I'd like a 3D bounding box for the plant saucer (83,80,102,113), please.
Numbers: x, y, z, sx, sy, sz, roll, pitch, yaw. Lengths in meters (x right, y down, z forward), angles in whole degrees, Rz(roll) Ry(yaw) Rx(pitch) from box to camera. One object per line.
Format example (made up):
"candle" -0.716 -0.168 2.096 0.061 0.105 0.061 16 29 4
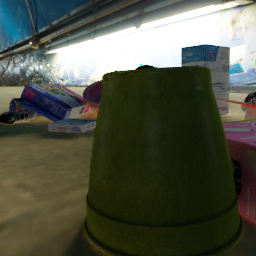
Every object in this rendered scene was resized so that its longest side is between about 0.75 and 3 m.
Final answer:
"plant saucer" -0.247 -1.199 10.625 2.861 0.725 2.861 -5 30 3

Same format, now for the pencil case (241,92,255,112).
"pencil case" 4.657 -0.633 8.819 1.032 0.898 2.308 -13 13 -14

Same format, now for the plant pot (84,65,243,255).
"plant pot" 0.279 0.176 2.679 1.523 1.466 1.523 -4 9 1

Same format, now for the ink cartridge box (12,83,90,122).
"ink cartridge box" -2.503 -0.964 9.867 1.679 0.590 2.813 30 17 6

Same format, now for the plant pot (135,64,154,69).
"plant pot" 0.993 -2.702 17.871 2.087 2.087 2.233 -1 -5 -8

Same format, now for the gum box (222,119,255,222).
"gum box" 1.977 0.351 3.651 2.404 0.795 1.364 -6 11 -22

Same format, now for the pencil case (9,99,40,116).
"pencil case" -3.534 -0.770 10.242 1.595 0.693 0.622 -8 -13 -41

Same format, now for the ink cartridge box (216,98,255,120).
"ink cartridge box" 3.400 -0.203 6.631 2.100 0.533 2.384 10 9 -6

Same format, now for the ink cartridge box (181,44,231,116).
"ink cartridge box" 2.812 -1.653 10.091 1.787 2.464 1.031 -10 12 -44

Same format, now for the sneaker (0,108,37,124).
"sneaker" -3.435 -0.315 8.610 1.130 0.439 0.791 -10 13 -5

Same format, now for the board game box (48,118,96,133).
"board game box" -1.475 -0.079 7.749 1.028 0.212 1.031 4 11 20
